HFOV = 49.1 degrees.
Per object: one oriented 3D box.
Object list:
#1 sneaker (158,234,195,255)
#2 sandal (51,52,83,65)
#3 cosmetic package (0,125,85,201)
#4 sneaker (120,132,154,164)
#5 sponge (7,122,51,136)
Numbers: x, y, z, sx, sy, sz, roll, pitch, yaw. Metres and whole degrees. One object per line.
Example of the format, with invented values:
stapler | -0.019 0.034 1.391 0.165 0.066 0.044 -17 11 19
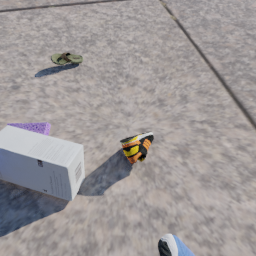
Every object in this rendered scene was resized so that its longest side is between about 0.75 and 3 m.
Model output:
sneaker | 1.629 2.885 4.587 1.129 1.109 2.930 -40 79 -5
sandal | -2.277 -2.671 10.524 1.248 0.356 0.495 -10 69 -26
cosmetic package | -2.202 0.833 6.842 2.151 1.214 0.873 11 37 12
sneaker | 0.310 0.535 7.481 0.554 0.713 1.584 -17 -2 25
sponge | -2.850 0.229 7.786 1.386 0.207 0.773 -2 64 20
